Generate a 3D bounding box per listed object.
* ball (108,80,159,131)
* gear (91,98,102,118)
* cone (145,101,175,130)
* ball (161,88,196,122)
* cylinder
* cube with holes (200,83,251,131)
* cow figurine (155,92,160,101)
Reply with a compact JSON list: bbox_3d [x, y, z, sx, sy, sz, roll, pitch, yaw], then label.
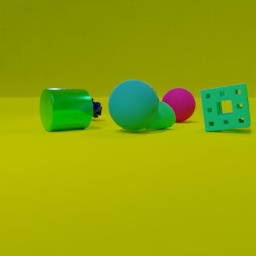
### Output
[{"bbox_3d":[0.150,-0.621,7.712,1.393,1.393,1.393,0,7,0],"label":"ball"},{"bbox_3d":[-1.976,-0.821,11.097,1.866,0.345,1.866,6,-16,2],"label":"gear"},{"bbox_3d":[0.771,-0.181,8.251,0.911,0.911,0.914,6,33,41],"label":"cone"},{"bbox_3d":[1.879,-0.857,10.493,1.287,1.287,1.287,0,7,0],"label":"ball"},{"bbox_3d":[-1.831,-0.547,8.256,1.212,1.212,1.212,-4,8,-35],"label":"cylinder"},{"bbox_3d":[2.840,-0.600,8.068,1.158,1.158,1.158,-6,4,26],"label":"cube with holes"},{"bbox_3d":[0.525,-0.856,10.234,1.247,1.227,0.685,2,9,8],"label":"cow figurine"}]
